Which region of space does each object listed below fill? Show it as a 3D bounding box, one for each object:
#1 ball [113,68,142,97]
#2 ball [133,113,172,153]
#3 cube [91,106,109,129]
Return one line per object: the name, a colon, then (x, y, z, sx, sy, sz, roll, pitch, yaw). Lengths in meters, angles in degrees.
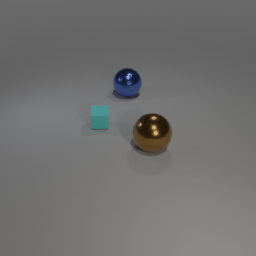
ball: (-0.029, -2.216, 13.679, 1.400, 1.400, 1.400, 0, 33, 0)
ball: (0.864, 0.169, 9.929, 1.400, 1.400, 1.400, 0, 33, 0)
cube: (-1.146, -0.441, 11.420, 0.700, 0.700, 0.700, -1, 39, -5)
